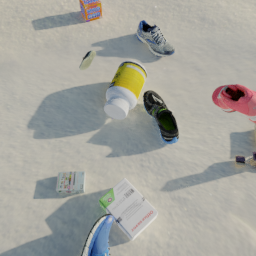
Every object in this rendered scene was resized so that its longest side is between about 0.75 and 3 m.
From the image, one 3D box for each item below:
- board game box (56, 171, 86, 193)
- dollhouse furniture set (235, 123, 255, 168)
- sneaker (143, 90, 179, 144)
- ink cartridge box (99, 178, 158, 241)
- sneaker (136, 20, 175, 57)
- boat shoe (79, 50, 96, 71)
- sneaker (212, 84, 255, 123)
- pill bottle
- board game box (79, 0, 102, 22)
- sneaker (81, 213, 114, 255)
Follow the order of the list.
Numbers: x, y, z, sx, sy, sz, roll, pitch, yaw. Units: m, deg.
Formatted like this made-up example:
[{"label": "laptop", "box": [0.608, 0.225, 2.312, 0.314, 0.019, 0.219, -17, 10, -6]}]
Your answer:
[{"label": "board game box", "box": [-1.982, 1.896, 9.786, 0.949, 0.305, 0.700, 0, 57, -1]}, {"label": "dollhouse furniture set", "box": [4.723, 0.395, 10.091, 1.518, 1.359, 1.915, 7, 58, 4]}, {"label": "sneaker", "box": [1.346, -0.575, 10.889, 0.880, 1.028, 2.481, -17, 60, -12]}, {"label": "ink cartridge box", "box": [0.014, 2.632, 9.104, 1.162, 0.671, 1.597, -38, 65, -21]}, {"label": "sneaker", "box": [1.256, -4.246, 13.191, 0.905, 1.001, 2.349, -40, 67, -22]}, {"label": "boat shoe", "box": [-1.536, -2.521, 10.452, 0.287, 0.344, 0.923, 16, 69, 43]}, {"label": "sneaker", "box": [2.815, -0.900, 7.437, 0.995, 2.294, 0.846, 31, 96, -20]}, {"label": "pill bottle", "box": [-0.128, -1.526, 11.326, 1.289, 1.289, 2.302, 16, 59, 10]}, {"label": "board game box", "box": [-1.923, -6.212, 14.467, 0.900, 0.900, 0.901, -21, 60, -14]}, {"label": "sneaker", "box": [-0.805, 3.888, 8.188, 1.199, 1.056, 2.689, 16, 72, -2]}]
